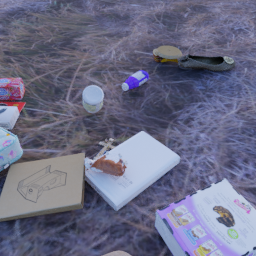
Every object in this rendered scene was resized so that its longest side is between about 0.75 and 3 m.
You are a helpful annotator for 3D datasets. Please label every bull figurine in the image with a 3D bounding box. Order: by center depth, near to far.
[{"bbox_3d":[-0.675,1.133,8.818,1.373,0.447,0.834,16,43,18],"label":"bull figurine"}]

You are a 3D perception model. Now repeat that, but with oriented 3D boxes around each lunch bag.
[{"bbox_3d":[-4.765,0.696,9.450,2.278,0.878,1.827,23,41,30],"label":"lunch bag"}]

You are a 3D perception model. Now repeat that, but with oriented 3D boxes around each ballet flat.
[{"bbox_3d":[4.102,-3.469,14.522,2.993,0.694,1.008,3,41,3],"label":"ballet flat"}]

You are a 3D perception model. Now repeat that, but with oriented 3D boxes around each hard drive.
[{"bbox_3d":[0.094,1.267,9.287,2.812,0.375,1.855,-31,49,-30],"label":"hard drive"}]

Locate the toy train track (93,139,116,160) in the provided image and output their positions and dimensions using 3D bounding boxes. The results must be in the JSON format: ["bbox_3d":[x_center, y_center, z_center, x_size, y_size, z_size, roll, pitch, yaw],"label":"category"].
[{"bbox_3d":[-0.868,0.745,10.032,0.707,0.201,1.233,18,45,20],"label":"toy train track"}]

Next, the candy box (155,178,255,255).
[{"bbox_3d":[2.225,2.656,7.315,2.366,0.846,1.984,-19,44,-20],"label":"candy box"}]

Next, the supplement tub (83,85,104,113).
[{"bbox_3d":[-1.418,-1.126,11.325,0.822,1.134,0.822,3,71,-8],"label":"supplement tub"}]

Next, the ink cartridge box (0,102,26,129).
[{"bbox_3d":[-5.521,-0.705,11.513,2.067,0.462,1.821,2,42,1],"label":"ink cartridge box"}]

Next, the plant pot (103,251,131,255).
[{"bbox_3d":[-0.552,3.547,5.633,2.117,2.117,1.837,33,34,32],"label":"plant pot"}]

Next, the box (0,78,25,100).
[{"bbox_3d":[-5.496,-1.732,12.479,1.532,0.731,0.764,-2,41,-2],"label":"box"}]

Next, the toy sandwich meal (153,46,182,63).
[{"bbox_3d":[2.143,-3.973,15.282,1.601,0.548,1.601,3,41,-3],"label":"toy sandwich meal"}]

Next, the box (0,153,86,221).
[{"bbox_3d":[-2.556,1.732,8.524,2.516,0.268,2.057,-9,39,2],"label":"box"}]

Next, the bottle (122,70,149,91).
[{"bbox_3d":[0.322,-2.220,13.236,0.626,0.489,1.499,30,49,28],"label":"bottle"}]
